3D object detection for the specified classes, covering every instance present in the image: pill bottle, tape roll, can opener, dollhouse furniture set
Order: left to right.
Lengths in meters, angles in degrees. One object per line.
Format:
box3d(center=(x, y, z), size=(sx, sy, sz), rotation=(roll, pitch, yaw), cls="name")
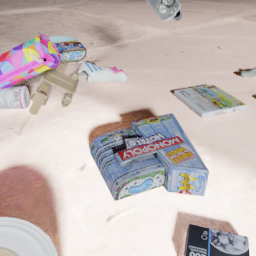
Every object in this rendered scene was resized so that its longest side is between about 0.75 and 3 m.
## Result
box3d(center=(-1.901, 2.322, 3.933), size=(2.009, 0.703, 2.009), rotation=(4, 45, -4), cls="tape roll")
box3d(center=(-4.196, -1.041, 9.648), size=(1.406, 0.797, 0.797), rotation=(-1, 32, -3), cls="pill bottle")
box3d(center=(-2.674, -1.386, 10.246), size=(1.297, 1.108, 2.502), rotation=(25, 36, -19), cls="dollhouse furniture set")
box3d(center=(0.749, -4.328, 8.780), size=(2.579, 0.688, 0.862), rotation=(55, 21, 15), cls="can opener")

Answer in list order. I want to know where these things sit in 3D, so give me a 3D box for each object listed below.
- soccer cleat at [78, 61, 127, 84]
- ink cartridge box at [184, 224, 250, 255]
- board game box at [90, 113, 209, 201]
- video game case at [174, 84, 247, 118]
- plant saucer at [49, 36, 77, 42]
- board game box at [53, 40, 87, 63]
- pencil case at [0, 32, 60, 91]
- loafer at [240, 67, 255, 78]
box3d(center=(-1.110, -2.114, 11.604), size=(2.152, 0.752, 0.929), rotation=(17, 60, 18), cls="soccer cleat")
box3d(center=(1.541, 2.280, 4.884), size=(1.106, 0.242, 1.117), rotation=(9, 34, 12), cls="ink cartridge box")
box3d(center=(0.619, 0.737, 6.824), size=(2.535, 0.782, 2.534), rotation=(-13, 34, -20), cls="board game box")
box3d(center=(2.924, -1.025, 10.180), size=(1.802, 0.227, 1.980), rotation=(-11, 33, -17), cls="video game case")
box3d(center=(-4.030, -4.673, 15.786), size=(2.340, 0.451, 2.340), rotation=(0, 31, 0), cls="plant saucer")
box3d(center=(-3.303, -3.541, 13.692), size=(2.420, 0.746, 2.419), rotation=(-11, 35, -17), cls="board game box")
box3d(center=(-2.746, -1.602, 7.065), size=(2.110, 0.932, 0.932), rotation=(-20, 28, 16), cls="pencil case")
box3d(center=(5.533, -2.471, 12.268), size=(1.269, 0.443, 0.444), rotation=(-6, 33, -10), cls="loafer")
